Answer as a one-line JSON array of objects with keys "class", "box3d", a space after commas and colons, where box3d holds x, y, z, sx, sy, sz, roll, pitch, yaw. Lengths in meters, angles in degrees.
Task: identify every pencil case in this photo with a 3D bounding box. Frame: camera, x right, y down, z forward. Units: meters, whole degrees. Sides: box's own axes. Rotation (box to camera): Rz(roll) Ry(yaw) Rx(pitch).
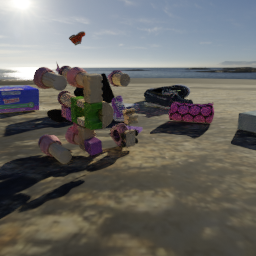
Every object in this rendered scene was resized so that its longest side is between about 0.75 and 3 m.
[{"class": "pencil case", "box3d": [2.446, -0.633, 10.829, 1.710, 0.801, 0.776, 4, 4, 17]}]

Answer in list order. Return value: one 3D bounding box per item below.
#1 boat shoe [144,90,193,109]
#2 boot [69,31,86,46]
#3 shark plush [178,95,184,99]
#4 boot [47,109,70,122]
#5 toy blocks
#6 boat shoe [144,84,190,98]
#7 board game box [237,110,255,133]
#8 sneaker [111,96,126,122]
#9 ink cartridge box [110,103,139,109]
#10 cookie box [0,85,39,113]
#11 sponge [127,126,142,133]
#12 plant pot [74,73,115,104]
[{"class": "boat shoe", "box3d": [2.075, -1.511, 14.505, 1.091, 0.901, 2.914, -12, 17, -42]}, {"class": "boot", "box3d": [-1.907, -3.503, 10.990, 0.785, 0.421, 0.295, -40, 1, -33]}, {"class": "shark plush", "box3d": [2.657, -1.645, 16.032, 1.677, 0.762, 0.699, -16, -11, -38]}, {"class": "boot", "box3d": [-2.470, -0.616, 11.473, 1.383, 0.503, 1.469, -1, 12, -2]}, {"class": "toy blocks", "box3d": [-1.232, -0.529, 7.195, 2.347, 2.194, 1.976, -13, 23, -35]}, {"class": "boat shoe", "box3d": [2.336, -2.121, 17.078, 2.805, 1.006, 0.951, 2, 12, 18]}, {"class": "board game box", "box3d": [4.950, -0.238, 9.494, 1.965, 0.632, 1.450, -10, 17, -32]}, {"class": "sneaker", "box3d": [-0.314, -0.786, 11.203, 0.609, 0.958, 1.680, -5, 15, -26]}, {"class": "ink cartridge box", "box3d": [-0.290, -1.030, 13.828, 1.263, 0.256, 1.260, 8, 16, 35]}, {"class": "cookie box", "box3d": [-5.952, -1.487, 13.956, 2.471, 1.086, 2.889, -7, 14, -28]}, {"class": "sponge", "box3d": [0.008, 0.042, 9.369, 0.874, 0.130, 0.487, 3, 14, 15]}, {"class": "plant pot", "box3d": [-1.749, -1.637, 13.728, 1.477, 1.481, 1.314, -5, 27, 39]}]
